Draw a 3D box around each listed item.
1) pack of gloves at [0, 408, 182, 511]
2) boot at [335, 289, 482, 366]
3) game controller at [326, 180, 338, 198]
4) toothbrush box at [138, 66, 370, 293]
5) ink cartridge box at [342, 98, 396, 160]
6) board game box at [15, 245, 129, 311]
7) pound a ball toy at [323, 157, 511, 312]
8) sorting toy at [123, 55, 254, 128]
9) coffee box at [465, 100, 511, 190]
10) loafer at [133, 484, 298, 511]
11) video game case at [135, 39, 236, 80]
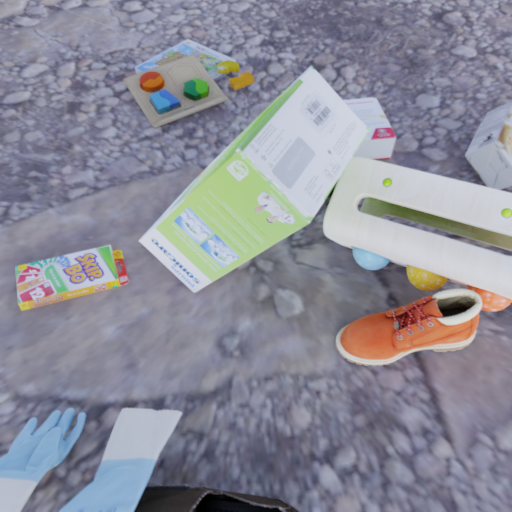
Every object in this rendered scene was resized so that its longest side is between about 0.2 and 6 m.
[{"bbox_3d":[-1.916,2.334,5.767,1.801,0.423,2.144,-1,18,10],"label":"pack of gloves"},{"bbox_3d":[1.908,0.843,7.051,1.839,0.986,0.690,-11,59,-1],"label":"boot"},{"bbox_3d":[0.814,-1.677,9.730,1.072,0.433,2.056,-20,51,-17],"label":"game controller"},{"bbox_3d":[-0.091,-0.899,7.426,1.170,2.719,1.980,43,53,-10],"label":"toothbrush box"},{"bbox_3d":[1.910,-2.309,10.231,0.908,0.526,1.230,-6,47,-5],"label":"ink cartridge box"},{"bbox_3d":[-2.663,0.283,8.125,1.522,0.228,0.727,-12,50,-15],"label":"board game box"},{"bbox_3d":[2.847,-0.067,7.728,3.342,2.179,1.420,21,91,29],"label":"pound a ball toy"},{"bbox_3d":[-1.325,-3.526,11.279,2.316,0.310,1.725,-26,58,-15],"label":"sorting toy"},{"bbox_3d":[4.222,-1.894,9.564,0.844,0.588,1.475,49,53,-15],"label":"coffee box"},{"bbox_3d":[-0.702,2.625,5.507,2.556,0.912,0.933,-1,48,-1],"label":"loafer"},{"bbox_3d":[-1.512,-4.086,12.073,1.488,0.180,1.634,32,55,26],"label":"video game case"}]
